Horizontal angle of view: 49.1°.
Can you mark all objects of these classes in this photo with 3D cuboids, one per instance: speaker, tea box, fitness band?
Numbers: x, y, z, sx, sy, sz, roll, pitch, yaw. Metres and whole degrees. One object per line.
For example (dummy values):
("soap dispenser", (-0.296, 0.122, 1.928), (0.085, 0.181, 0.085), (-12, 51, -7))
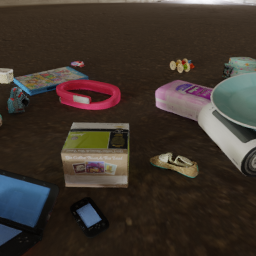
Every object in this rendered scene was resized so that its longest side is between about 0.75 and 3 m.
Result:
("speaker", (2.806, 0.197, 7.502), (0.991, 0.991, 2.440), (-5, 30, -10))
("tea box", (-0.701, 0.611, 6.750), (1.458, 0.974, 1.434), (1, 28, 2))
("fitness band", (-1.529, -1.326, 10.785), (2.555, 0.478, 1.835), (16, 31, 25))

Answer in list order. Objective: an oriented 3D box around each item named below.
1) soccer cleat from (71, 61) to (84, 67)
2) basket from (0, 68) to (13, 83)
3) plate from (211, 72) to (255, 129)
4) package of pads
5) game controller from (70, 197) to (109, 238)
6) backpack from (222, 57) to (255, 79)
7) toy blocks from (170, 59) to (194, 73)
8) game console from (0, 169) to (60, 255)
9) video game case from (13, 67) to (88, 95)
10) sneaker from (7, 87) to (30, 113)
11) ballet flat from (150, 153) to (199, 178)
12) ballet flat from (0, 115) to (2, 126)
("soccer cleat", (-2.610, -3.349, 14.479), (0.776, 0.297, 0.259), (18, 34, 28))
("basket", (-5.581, -2.310, 12.412), (0.839, 0.517, 0.568), (5, 29, 7))
("plate", (3.682, -0.680, 7.334), (2.921, 0.373, 2.921), (-7, 35, 5))
("package of pads", (2.197, -0.947, 9.649), (2.262, 0.856, 1.363), (24, 40, 35))
("game controller", (-0.774, 1.747, 5.535), (0.503, 0.203, 0.964), (-17, 33, -29))
("backpack", (5.007, -2.446, 12.073), (1.306, 1.139, 1.486), (-3, 34, -16))
("toy blocks", (2.869, -3.139, 13.964), (1.204, 0.437, 1.004), (-17, 33, -27))
("game console", (-2.295, 1.455, 4.970), (1.622, 0.962, 1.398), (11, 6, 15))
("video game case", (-3.404, -2.157, 12.420), (2.700, 0.240, 1.932), (-21, 35, -33))
("sneaker", (-3.903, -0.968, 10.118), (0.709, 0.589, 1.484), (3, 37, -13))
("ballet flat", (1.144, 0.831, 6.941), (1.266, 0.413, 0.446), (14, 29, 23))
("ballet flat", (-5.129, -0.263, 8.535), (2.470, 0.841, 0.830), (5, 40, 11))
